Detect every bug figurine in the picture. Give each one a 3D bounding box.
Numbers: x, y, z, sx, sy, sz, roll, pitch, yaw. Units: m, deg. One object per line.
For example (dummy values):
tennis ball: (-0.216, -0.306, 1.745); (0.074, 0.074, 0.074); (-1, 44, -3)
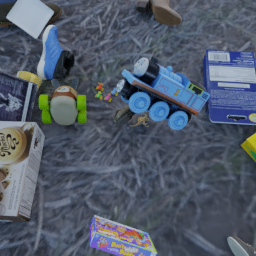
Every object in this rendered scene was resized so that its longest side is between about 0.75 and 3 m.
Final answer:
bug figurine: (-0.791, -1.255, 9.840); (0.810, 0.208, 0.628); (18, 66, 8)

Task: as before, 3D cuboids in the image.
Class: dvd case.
dvd case: (-4.149, -0.967, 9.171); (2.288, 0.183, 1.701); (19, 105, 9)

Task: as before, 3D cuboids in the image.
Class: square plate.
square plate: (-3.729, -4.331, 10.723); (1.275, 0.183, 1.287); (33, 92, -28)

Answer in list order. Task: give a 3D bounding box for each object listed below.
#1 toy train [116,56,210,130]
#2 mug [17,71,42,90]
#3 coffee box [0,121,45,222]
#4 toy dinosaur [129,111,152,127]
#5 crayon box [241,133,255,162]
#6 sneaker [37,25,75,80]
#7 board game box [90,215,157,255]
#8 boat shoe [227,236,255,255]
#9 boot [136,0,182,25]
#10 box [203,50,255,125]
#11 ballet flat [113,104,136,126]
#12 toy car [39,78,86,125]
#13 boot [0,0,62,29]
toy train: (0.946, -0.961, 7.700); (2.550, 1.457, 1.105); (22, 16, -28)
mug: (-3.494, -1.400, 9.506); (0.837, 1.045, 0.858); (13, 74, 2)
coffee box: (-3.522, 1.246, 8.155); (1.547, 1.093, 2.738); (3, 65, 1)
toy dinosaur: (0.489, -0.206, 9.368); (0.462, 0.266, 0.915); (30, 60, 30)
crayon box: (4.872, 0.601, 8.765); (1.908, 0.556, 1.646); (-30, 67, -14)
sneaker: (-2.467, -2.749, 10.174); (1.217, 0.840, 2.187); (2, 68, 7)
board game box: (-0.140, 2.420, 6.090); (1.372, 0.922, 0.307); (22, 91, -10)
boat shoe: (3.348, 3.497, 7.446); (0.468, 0.549, 1.644); (-32, 73, -28)
boot: (1.397, -5.123, 11.395); (2.164, 0.760, 1.582); (24, 64, 10)
box: (3.593, -1.386, 9.740); (1.807, 0.483, 2.983); (4, 63, 2)
ballet flat: (0.378, -0.842, 8.952); (2.094, 0.705, 0.485); (-37, 67, 7)
toy car: (-2.087, -1.078, 9.257); (1.397, 1.342, 1.701); (-1, 53, -8)
boot: (-4.145, -4.714, 10.801); (2.938, 1.424, 1.097); (-10, 65, -5)
